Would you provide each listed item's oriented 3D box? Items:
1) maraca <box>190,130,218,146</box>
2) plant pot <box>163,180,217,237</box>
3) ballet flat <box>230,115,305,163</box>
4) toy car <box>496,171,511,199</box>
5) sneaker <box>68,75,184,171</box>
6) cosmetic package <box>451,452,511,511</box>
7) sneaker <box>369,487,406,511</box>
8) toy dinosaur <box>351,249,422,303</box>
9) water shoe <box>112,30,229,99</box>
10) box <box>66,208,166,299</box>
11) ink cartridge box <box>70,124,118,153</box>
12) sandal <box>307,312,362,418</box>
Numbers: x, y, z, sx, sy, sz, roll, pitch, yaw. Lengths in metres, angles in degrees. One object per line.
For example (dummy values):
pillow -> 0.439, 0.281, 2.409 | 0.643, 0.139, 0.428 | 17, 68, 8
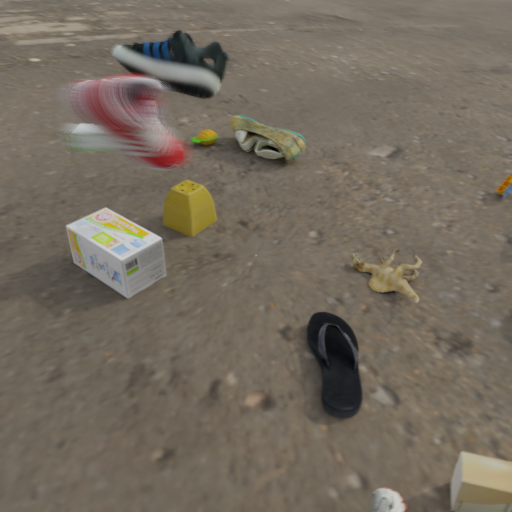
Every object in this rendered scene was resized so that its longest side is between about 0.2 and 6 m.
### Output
maraca -> -1.511, -3.423, 16.300 | 0.801, 0.428, 0.549 | -16, 29, -15
plant pot -> -1.520, -1.142, 12.585 | 0.910, 0.937, 0.916 | 23, 42, 29
ballet flat -> 0.091, -3.262, 15.767 | 2.773, 0.980, 0.980 | 25, 42, 34
toy car -> 6.854, -0.956, 12.766 | 1.054, 1.553, 3.167 | -49, 21, 6
sneaker -> -1.827, -2.207, 9.579 | 1.376, 2.447, 0.872 | 2, 72, 39
cosmetic package -> 3.149, 2.952, 6.951 | 1.308, 0.688, 0.465 | 8, 35, 13
sneaker -> 0.956, 3.467, 5.973 | 1.007, 0.954, 2.452 | 17, 38, 24
toy dinosaur -> 2.716, 0.431, 10.838 | 1.012, 0.583, 2.001 | -32, 36, -16
water shoe -> -1.572, -3.703, 10.553 | 2.540, 0.908, 1.002 | 25, 87, 26
box -> -2.777, -0.099, 11.092 | 1.815, 0.920, 1.021 | 26, 43, 32
ink cartridge box -> -2.988, -2.475, 11.519 | 1.439, 0.427, 0.747 | -4, 28, 1
sandal -> 1.325, 1.609, 9.052 | 0.821, 0.462, 2.158 | -3, 35, -4
